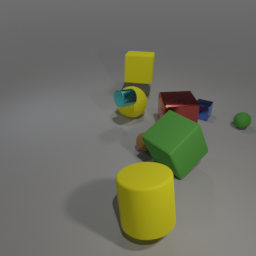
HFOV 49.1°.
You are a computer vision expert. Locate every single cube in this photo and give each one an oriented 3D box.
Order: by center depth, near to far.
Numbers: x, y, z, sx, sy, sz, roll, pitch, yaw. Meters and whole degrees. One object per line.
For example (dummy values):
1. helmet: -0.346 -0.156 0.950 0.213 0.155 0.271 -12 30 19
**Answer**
1. cube: 1.568 0.531 9.293 1.400 1.400 1.400 -42 42 -14
2. cube: 2.060 -0.630 11.729 1.400 1.400 1.400 -3 30 -3
3. cube: 3.415 -0.838 12.802 0.700 0.700 0.700 16 34 25
4. cube: 0.606 -3.148 14.485 1.400 1.400 1.400 5 23 6

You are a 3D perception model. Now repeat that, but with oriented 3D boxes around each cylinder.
1. cylinder: 0.454 1.768 6.991 1.400 1.400 1.400 -6 18 2
2. cylinder: -0.113 -1.236 11.440 0.700 0.700 0.700 -15 33 -37

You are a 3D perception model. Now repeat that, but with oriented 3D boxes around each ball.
1. ball: 0.651 0.495 10.413 0.700 0.700 0.700 0 31 0
2. ball: 4.867 -0.324 11.916 0.700 0.700 0.700 0 31 0
3. ball: 0.163 -1.182 12.732 1.400 1.400 1.400 0 31 0
